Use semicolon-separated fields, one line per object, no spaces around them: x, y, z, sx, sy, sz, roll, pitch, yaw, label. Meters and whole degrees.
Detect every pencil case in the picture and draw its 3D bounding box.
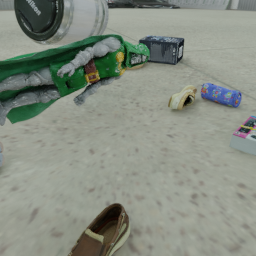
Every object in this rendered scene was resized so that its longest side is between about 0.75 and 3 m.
3.273;-1.190;9.884;1.430;0.621;0.558;25;2;38;pencil case

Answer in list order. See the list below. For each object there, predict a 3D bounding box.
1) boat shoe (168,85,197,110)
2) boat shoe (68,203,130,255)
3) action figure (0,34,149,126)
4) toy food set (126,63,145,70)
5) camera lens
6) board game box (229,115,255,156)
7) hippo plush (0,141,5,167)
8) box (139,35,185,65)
1.997;-0.993;9.615;0.554;0.617;1.668;30;42;26;boat shoe
-0.567;1.790;4.152;0.672;0.673;1.819;12;30;22;boat shoe
-1.024;-0.944;5.017;2.993;1.768;0.819;-21;62;-5;action figure
-0.125;-3.450;14.279;2.023;0.492;2.002;14;31;26;toy food set
-2.066;-3.744;8.977;2.086;2.086;2.608;14;20;24;camera lens
3.472;0.213;7.410;1.020;0.444;1.382;22;34;34;board game box
-3.487;0.709;6.275;0.993;0.984;1.235;-22;14;17;hippo plush
1.800;-4.234;15.076;2.124;1.137;1.576;10;30;19;box
